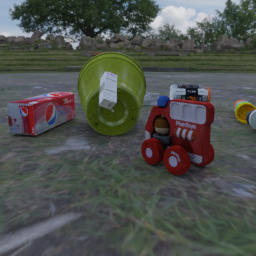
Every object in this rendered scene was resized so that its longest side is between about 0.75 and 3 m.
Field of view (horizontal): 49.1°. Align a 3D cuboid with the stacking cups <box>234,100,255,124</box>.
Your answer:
[{"bbox_3d":[4.521,-0.711,10.873,0.737,0.737,2.436,5,11,19],"label":"stacking cups"}]

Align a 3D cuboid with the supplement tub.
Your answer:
[{"bbox_3d":[2.857,-1.474,12.980,1.752,1.073,1.073,-1,14,1],"label":"supplement tub"}]

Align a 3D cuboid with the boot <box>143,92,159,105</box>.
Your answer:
[{"bbox_3d":[0.877,-1.467,13.817,1.370,0.655,0.504,0,14,1],"label":"boot"}]

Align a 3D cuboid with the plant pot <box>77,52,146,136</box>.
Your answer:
[{"bbox_3d":[-0.511,-0.960,8.911,2.439,2.439,2.349,-1,26,-3],"label":"plant pot"}]

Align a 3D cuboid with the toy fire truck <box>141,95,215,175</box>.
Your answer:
[{"bbox_3d":[1.019,0.075,5.897,0.975,1.460,1.739,-10,17,-36],"label":"toy fire truck"}]

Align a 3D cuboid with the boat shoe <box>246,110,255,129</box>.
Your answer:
[{"bbox_3d":[4.378,-0.284,9.034,2.001,0.757,0.604,5,10,-32],"label":"boat shoe"}]

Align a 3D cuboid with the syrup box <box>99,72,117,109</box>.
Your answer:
[{"bbox_3d":[-0.485,-0.929,6.876,0.348,0.854,0.336,16,-34,-23],"label":"syrup box"}]

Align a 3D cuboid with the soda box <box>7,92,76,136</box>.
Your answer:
[{"bbox_3d":[-2.753,-0.561,9.406,0.911,1.006,2.873,3,14,13],"label":"soda box"}]
